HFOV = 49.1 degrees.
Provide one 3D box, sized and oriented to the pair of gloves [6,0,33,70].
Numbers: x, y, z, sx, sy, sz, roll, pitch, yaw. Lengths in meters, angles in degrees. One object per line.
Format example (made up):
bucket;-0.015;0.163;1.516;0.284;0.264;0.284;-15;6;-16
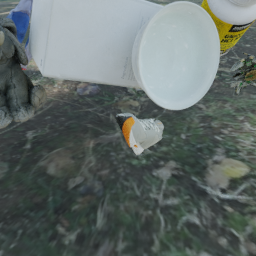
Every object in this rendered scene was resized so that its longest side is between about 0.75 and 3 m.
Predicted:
pair of gloves;-2.900;-2.694;8.230;0.338;2.386;2.968;36;9;1

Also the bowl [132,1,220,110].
bowl;0.719;-1.254;4.955;1.773;1.773;0.797;-17;24;-26

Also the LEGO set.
LEGO set;3.306;-1.651;6.810;1.506;2.319;0.657;10;59;-37

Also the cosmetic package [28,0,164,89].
cosmetic package;-0.601;-2.057;6.185;2.745;1.688;2.737;2;22;-26

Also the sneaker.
sneaker;0.249;0.002;4.638;0.674;1.465;0.555;-26;74;2

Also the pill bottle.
pill bottle;2.793;-3.263;7.894;1.506;1.506;2.679;-2;-13;-3

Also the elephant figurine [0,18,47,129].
elephant figurine;-2.899;-1.550;5.987;2.141;2.759;1.952;8;34;24
